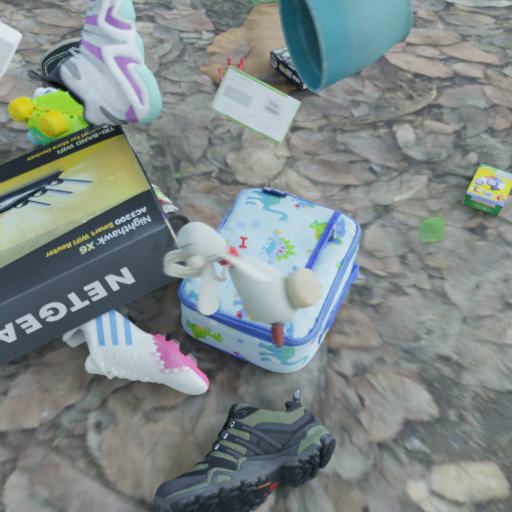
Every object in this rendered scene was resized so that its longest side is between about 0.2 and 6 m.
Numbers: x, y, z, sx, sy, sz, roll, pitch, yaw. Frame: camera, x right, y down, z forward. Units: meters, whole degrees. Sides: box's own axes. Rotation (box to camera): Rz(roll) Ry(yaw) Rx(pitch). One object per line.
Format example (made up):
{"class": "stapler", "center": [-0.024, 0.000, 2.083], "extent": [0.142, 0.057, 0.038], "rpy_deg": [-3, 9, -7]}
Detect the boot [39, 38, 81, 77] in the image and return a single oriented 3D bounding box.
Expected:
{"class": "boot", "center": [-4.089, -4.784, 14.481], "extent": [2.684, 0.969, 2.027], "rpy_deg": [-18, 52, -16]}

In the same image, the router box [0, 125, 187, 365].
{"class": "router box", "center": [-3.773, -0.224, 9.333], "extent": [4.485, 1.171, 3.526], "rpy_deg": [-27, 48, -7]}

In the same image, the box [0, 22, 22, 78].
{"class": "box", "center": [-3.462, -2.673, 7.227], "extent": [0.560, 0.654, 0.651], "rpy_deg": [26, 22, -25]}

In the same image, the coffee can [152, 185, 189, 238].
{"class": "coffee can", "center": [-1.920, -0.751, 10.801], "extent": [0.822, 0.822, 1.123], "rpy_deg": [-29, 53, -24]}

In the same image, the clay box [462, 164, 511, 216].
{"class": "clay box", "center": [4.933, -1.455, 11.801], "extent": [0.767, 0.318, 1.336], "rpy_deg": [23, 52, 19]}

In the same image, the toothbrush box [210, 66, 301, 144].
{"class": "toothbrush box", "center": [-0.064, -2.369, 8.884], "extent": [1.182, 0.699, 1.623], "rpy_deg": [25, 9, -9]}

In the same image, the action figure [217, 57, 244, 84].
{"class": "action figure", "center": [-0.640, -4.861, 14.664], "extent": [0.565, 0.856, 1.730], "rpy_deg": [3, 50, 3]}

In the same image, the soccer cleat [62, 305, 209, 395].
{"class": "soccer cleat", "center": [-1.913, 1.606, 8.678], "extent": [2.612, 0.913, 1.128], "rpy_deg": [28, 64, 29]}

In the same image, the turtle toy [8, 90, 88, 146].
{"class": "turtle toy", "center": [-4.003, -2.825, 12.360], "extent": [2.592, 1.310, 1.889], "rpy_deg": [27, 44, 23]}

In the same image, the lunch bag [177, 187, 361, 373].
{"class": "lunch bag", "center": [0.341, 0.294, 9.560], "extent": [2.491, 1.277, 3.098], "rpy_deg": [22, 52, 15]}

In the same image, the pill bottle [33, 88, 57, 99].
{"class": "pill bottle", "center": [-4.954, -3.793, 13.804], "extent": [1.027, 0.576, 0.576], "rpy_deg": [21, 51, 19]}

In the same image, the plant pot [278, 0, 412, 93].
{"class": "plant pot", "center": [1.701, -4.400, 10.419], "extent": [1.968, 2.094, 2.094], "rpy_deg": [-22, 50, -6]}

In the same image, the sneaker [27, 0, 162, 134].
{"class": "sneaker", "center": [-2.814, -3.357, 9.109], "extent": [1.917, 1.065, 2.741], "rpy_deg": [-19, 90, -10]}

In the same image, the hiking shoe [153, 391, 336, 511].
{"class": "hiking shoe", "center": [-0.245, 2.725, 7.632], "extent": [2.547, 0.965, 1.282], "rpy_deg": [-14, 38, -23]}

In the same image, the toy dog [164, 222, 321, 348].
{"class": "toy dog", "center": [-0.139, 0.433, 6.438], "extent": [1.916, 1.264, 0.923], "rpy_deg": [18, 53, -21]}

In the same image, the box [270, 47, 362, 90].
{"class": "box", "center": [1.633, -5.320, 15.286], "extent": [2.034, 0.499, 1.639], "rpy_deg": [-23, 53, -20]}
